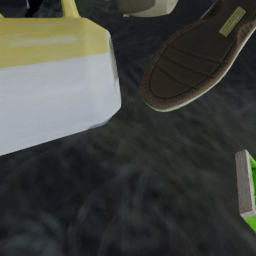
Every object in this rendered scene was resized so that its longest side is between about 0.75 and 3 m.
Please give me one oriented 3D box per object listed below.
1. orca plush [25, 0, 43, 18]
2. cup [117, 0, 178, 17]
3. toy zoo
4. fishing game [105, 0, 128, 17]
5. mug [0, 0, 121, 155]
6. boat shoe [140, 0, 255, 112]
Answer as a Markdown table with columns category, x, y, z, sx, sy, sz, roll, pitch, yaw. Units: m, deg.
| category | x | y | z | sx | sy | sz | roll | pitch | yaw |
| --- | --- | --- | --- | --- | --- | --- | --- | --- | --- |
| orca plush | -2.494 | -3.798 | 7.243 | 1.300 | 2.471 | 0.878 | -26 | 65 | -38 |
| cup | 0.578 | -3.107 | 6.230 | 1.047 | 1.464 | 1.464 | 27 | 53 | 14 |
| toy zoo | 1.665 | 1.008 | 3.129 | 1.396 | 0.143 | 0.916 | 46 | 36 | -17 |
| fishing game | -0.369 | -4.368 | 7.291 | 2.936 | 2.103 | 0.456 | 22 | 42 | -43 |
| mug | -1.338 | -0.932 | 4.298 | 2.242 | 2.731 | 2.187 | -8 | 48 | 3 |
| boat shoe | 1.160 | -1.126 | 4.140 | 2.490 | 0.948 | 0.892 | -43 | 83 | -7 |
